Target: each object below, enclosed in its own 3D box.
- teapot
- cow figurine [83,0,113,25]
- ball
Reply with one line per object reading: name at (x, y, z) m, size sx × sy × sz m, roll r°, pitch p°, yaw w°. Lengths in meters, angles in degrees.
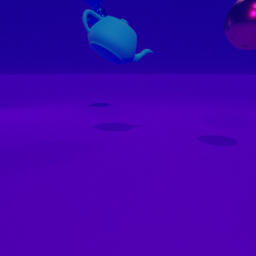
teapot at (-0.223, -1.853, 5.883) m, size 1.707 × 0.836 × 1.061 m, roll 31°, pitch -4°, yaw -23°
cow figurine at (-1.035, -4.271, 9.233) m, size 0.916 × 1.670 × 1.643 m, roll 2°, pitch -12°, yaw 16°
ball at (1.924, -1.632, 4.369) m, size 0.812 × 0.812 × 0.812 m, roll 0°, pitch 12°, yaw 0°
